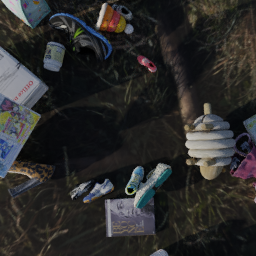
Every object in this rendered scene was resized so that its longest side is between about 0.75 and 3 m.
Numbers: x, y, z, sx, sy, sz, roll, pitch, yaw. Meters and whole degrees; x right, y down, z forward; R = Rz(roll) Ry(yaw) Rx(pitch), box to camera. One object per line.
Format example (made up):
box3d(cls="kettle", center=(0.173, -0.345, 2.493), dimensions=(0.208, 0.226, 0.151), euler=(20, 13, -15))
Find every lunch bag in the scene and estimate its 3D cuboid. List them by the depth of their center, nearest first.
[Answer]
box3d(cls="lunch bag", center=(-3.977, -4.926, 10.056), dimensions=(1.793, 2.104, 1.283), euler=(43, 86, 5))

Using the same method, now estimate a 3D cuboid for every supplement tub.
box3d(cls="supplement tub", center=(-2.785, -2.679, 10.552), dimensions=(0.677, 0.677, 0.934), euler=(11, 85, 1))

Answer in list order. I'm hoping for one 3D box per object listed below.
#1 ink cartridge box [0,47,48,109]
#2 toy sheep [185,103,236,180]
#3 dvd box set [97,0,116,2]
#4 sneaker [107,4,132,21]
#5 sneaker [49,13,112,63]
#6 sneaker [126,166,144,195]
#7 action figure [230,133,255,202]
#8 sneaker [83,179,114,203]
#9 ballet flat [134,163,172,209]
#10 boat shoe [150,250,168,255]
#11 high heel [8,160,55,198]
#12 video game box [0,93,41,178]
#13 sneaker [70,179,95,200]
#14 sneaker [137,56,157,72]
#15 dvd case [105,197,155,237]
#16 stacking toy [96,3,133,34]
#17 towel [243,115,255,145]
box3d(cls="ink cartridge box", center=(-4.538, -1.665, 10.246), dimensions=(2.561, 1.068, 1.860), euler=(40, 85, 3))
box3d(cls="toy sheep", center=(2.826, 0.455, 9.721), dimensions=(1.830, 1.830, 2.655), euler=(0, 92, 0))
box3d(cls="dvd box set", center=(-0.340, -6.421, 11.054), dimensions=(1.991, 0.400, 2.721), euler=(-3, 84, 1))
box3d(cls="sneaker", center=(-0.365, -4.592, 10.840), dimensions=(1.136, 0.503, 0.421), euler=(20, 86, 3))
box3d(cls="sneaker", center=(-1.879, -3.353, 10.490), dimensions=(2.616, 0.927, 1.084), euler=(33, 79, 0))
box3d(cls="sneaker", center=(0.270, 1.916, 10.079), dimensions=(0.445, 0.730, 1.119), euler=(23, 84, 3))
box3d(cls="action figure", center=(4.695, 1.551, 10.114), dimensions=(2.274, 1.693, 1.523), euler=(31, 121, -13))
box3d(cls="sneaker", center=(-1.129, 2.294, 10.243), dimensions=(1.187, 0.447, 0.523), euler=(-27, 73, -9))
box3d(cls="ballet flat", center=(0.813, 2.054, 10.164), dimensions=(0.689, 0.689, 1.921), euler=(43, 80, 4))
box3d(cls="boat shoe", center=(0.657, 4.821, 9.627), dimensions=(1.771, 0.627, 0.614), euler=(-39, 127, -19))
box3d(cls="high heel", center=(-3.871, 1.029, 10.154), dimensions=(1.773, 0.888, 2.488), euler=(-29, 89, -8))
box3d(cls="video game box", center=(-4.451, 0.068, 9.164), dimensions=(2.211, 0.568, 2.427), euler=(31, 88, -16))
box3d(cls="sneaker", center=(-1.701, 2.152, 10.219), dimensions=(1.018, 0.338, 0.460), euler=(-38, 52, -11))
box3d(cls="sneaker", center=(0.746, -2.510, 10.688), dimensions=(0.877, 0.380, 0.323), euler=(37, 85, 4))
box3d(cls="dvd case", center=(0.080, 3.246, 10.245), dimensions=(1.785, 0.143, 1.327), euler=(-3, 85, 0))
box3d(cls="stacking toy", center=(-0.441, -4.009, 10.668), dimensions=(1.423, 1.039, 1.039), euler=(17, 84, -14))
box3d(cls="towel", center=(5.364, 0.168, 10.420), dimensions=(1.527, 0.430, 1.784), euler=(-29, 85, 0))
